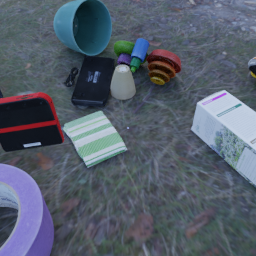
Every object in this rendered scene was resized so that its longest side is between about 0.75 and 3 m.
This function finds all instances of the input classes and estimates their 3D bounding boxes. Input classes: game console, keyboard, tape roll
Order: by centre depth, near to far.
[{"bbox_3d":[-1.781,-0.080,4.867,1.143,1.011,0.177,-9,33,3],"label":"game console"},{"bbox_3d":[-3.011,2.165,5.735,2.757,1.171,2.757,0,47,0],"label":"tape roll"},{"bbox_3d":[-1.408,-1.749,10.080,1.632,0.349,2.718,5,45,0],"label":"keyboard"}]

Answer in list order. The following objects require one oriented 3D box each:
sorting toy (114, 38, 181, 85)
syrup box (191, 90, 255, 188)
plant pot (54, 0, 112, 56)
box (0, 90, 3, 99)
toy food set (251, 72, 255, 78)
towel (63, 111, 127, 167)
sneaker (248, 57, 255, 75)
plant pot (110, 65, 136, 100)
[{"bbox_3d":[0.507,-2.264,10.022,2.711,1.629,1.113,17,80,23],"label":"sorting toy"},{"bbox_3d":[3.112,0.300,7.538,1.163,1.125,2.856,-24,50,-21],"label":"syrup box"},{"bbox_3d":[-1.957,-4.066,11.228,1.674,2.086,2.086,20,48,36],"label":"plant pot"},{"bbox_3d":[-6.020,-1.313,8.767,2.657,1.637,2.635,26,53,23],"label":"box"},{"bbox_3d":[5.216,-2.046,10.303,1.230,0.402,0.724,20,49,18],"label":"toy food set"},{"bbox_3d":[-0.992,0.268,8.236,1.358,0.208,1.780,-22,49,-20],"label":"towel"},{"bbox_3d":[4.895,-1.374,9.171,1.153,1.137,2.945,24,24,-39],"label":"sneaker"},{"bbox_3d":[-0.173,-1.616,9.507,0.901,0.963,0.901,0,46,0],"label":"plant pot"}]
